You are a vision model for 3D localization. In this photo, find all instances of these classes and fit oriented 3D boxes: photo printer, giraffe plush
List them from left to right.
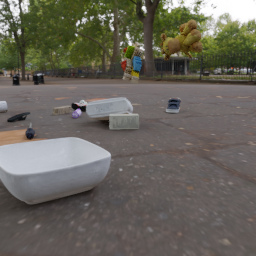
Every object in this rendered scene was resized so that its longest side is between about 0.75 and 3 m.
[{"bbox_3d":[-0.736,-0.829,12.722,1.830,0.764,2.200,-7,-2,8],"label":"photo printer"},{"bbox_3d":[1.959,-3.334,11.002,1.295,1.378,1.597,-17,-6,-14],"label":"giraffe plush"}]

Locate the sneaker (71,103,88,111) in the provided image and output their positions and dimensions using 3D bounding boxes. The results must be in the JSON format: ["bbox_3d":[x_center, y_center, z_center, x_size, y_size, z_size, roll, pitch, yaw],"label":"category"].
[{"bbox_3d":[-2.744,-1.268,16.838,1.289,0.431,0.691,12,15,33],"label":"sneaker"}]

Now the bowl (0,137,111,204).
[{"bbox_3d":[-1.559,0.819,5.676,2.060,0.770,2.063,-8,13,-34],"label":"bowl"}]

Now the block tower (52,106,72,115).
[{"bbox_3d":[-3.637,-0.990,15.579,0.361,0.387,1.337,5,13,24],"label":"block tower"}]

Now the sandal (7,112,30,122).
[{"bbox_3d":[-5.233,-0.480,13.457,0.452,0.288,1.204,9,27,36],"label":"sandal"}]

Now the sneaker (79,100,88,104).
[{"bbox_3d":[-3.078,-1.610,18.491,0.503,0.434,1.147,-7,13,-30],"label":"sneaker"}]

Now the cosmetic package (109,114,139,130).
[{"bbox_3d":[-0.166,-0.264,11.431,1.179,0.609,0.514,0,10,-7],"label":"cosmetic package"}]

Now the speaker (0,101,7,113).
[{"bbox_3d":[-7.629,-1.127,15.581,1.600,0.650,0.650,-10,15,-38],"label":"speaker"}]

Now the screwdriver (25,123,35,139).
[{"bbox_3d":[-3.714,0.077,10.669,0.326,0.340,2.340,-3,8,-17],"label":"screwdriver"}]

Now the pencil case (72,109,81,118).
[{"bbox_3d":[-2.632,-0.742,14.356,0.368,0.375,0.877,-2,10,0],"label":"pencil case"}]

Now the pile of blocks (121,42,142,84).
[{"bbox_3d":[0.123,-3.561,14.677,0.902,1.192,2.904,12,52,-18],"label":"pile of blocks"}]

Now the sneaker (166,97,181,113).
[{"bbox_3d":[2.671,-1.366,16.468,0.776,0.785,1.978,4,14,14],"label":"sneaker"}]
